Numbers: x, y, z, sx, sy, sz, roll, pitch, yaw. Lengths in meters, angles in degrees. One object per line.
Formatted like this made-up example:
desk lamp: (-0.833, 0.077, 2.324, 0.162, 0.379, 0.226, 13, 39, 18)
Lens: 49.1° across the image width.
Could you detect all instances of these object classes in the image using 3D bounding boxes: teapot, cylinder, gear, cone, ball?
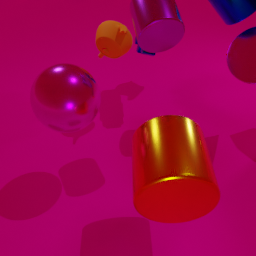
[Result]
teapot: (-0.380, -2.200, 7.101, 0.975, 1.568, 0.768, 34, 63, -18)
cylinder: (0.701, 0.659, 4.521, 1.271, 1.271, 1.271, 0, 44, 0)
gear: (0.702, -3.077, 7.819, 0.376, 2.034, 2.034, 7, 38, -17)
cone: (3.146, -1.501, 6.649, 1.335, 1.335, 1.340, 28, 6, 29)
cylinder: (2.286, -3.002, 6.055, 1.069, 1.069, 1.069, -39, 23, 21)
cylinder: (0.531, -2.022, 5.229, 0.873, 0.873, 0.873, -7, 66, -9)
ball: (-1.188, -0.570, 5.398, 1.328, 1.328, 1.328, 0, 41, 0)
